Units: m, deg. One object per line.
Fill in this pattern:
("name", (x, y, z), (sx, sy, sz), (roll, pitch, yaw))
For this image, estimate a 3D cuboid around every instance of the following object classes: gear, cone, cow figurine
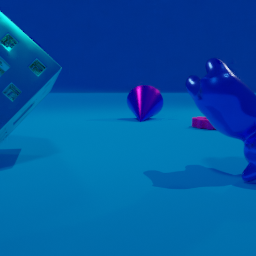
("gear", (2.211, -0.134, 7.136), (1.135, 0.210, 1.135), (1, 8, 0))
("cone", (0.469, -0.531, 8.799), (1.219, 1.219, 1.223), (1, 34, 10))
("cow figurine", (1.200, -0.080, 2.988), (1.239, 0.680, 1.220), (38, 25, -24))

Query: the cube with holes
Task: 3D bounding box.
("cube with holes", (-1.872, -0.622, 3.708), (1.268, 1.268, 1.268), (42, -20, -12))
